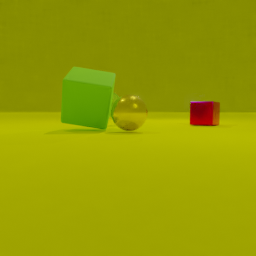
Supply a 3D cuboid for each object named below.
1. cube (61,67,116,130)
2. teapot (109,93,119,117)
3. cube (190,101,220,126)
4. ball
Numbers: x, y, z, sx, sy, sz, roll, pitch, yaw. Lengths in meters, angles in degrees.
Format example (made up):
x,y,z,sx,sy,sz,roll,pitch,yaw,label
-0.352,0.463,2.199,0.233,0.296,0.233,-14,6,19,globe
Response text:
x,y,z,sx,sy,sz,roll,pitch,yaw,label
-1.031,-0.816,7.429,1.192,1.192,1.192,9,27,-2,cube
-0.676,-0.839,9.639,1.453,0.904,0.712,-20,-14,-20,teapot
2.714,-0.512,9.882,0.821,0.821,0.821,2,3,34,cube
0.032,-0.362,6.694,0.874,0.874,0.874,0,4,0,ball
